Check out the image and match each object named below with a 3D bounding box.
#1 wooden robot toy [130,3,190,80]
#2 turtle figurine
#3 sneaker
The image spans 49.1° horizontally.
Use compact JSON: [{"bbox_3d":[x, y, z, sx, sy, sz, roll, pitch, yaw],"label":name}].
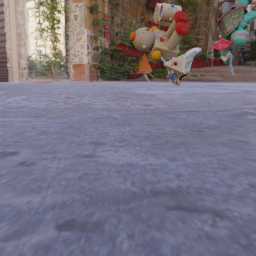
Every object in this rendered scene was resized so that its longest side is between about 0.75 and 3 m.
[{"bbox_3d":[0.730,-2.480,7.264,1.313,2.893,1.275,7,-33,-10],"label":"wooden robot toy"},{"bbox_3d":[2.756,-2.506,6.748,1.148,2.279,1.706,28,-37,-29],"label":"turtle figurine"},{"bbox_3d":[2.251,-2.368,10.792,0.692,1.684,0.655,43,16,12],"label":"sneaker"}]
